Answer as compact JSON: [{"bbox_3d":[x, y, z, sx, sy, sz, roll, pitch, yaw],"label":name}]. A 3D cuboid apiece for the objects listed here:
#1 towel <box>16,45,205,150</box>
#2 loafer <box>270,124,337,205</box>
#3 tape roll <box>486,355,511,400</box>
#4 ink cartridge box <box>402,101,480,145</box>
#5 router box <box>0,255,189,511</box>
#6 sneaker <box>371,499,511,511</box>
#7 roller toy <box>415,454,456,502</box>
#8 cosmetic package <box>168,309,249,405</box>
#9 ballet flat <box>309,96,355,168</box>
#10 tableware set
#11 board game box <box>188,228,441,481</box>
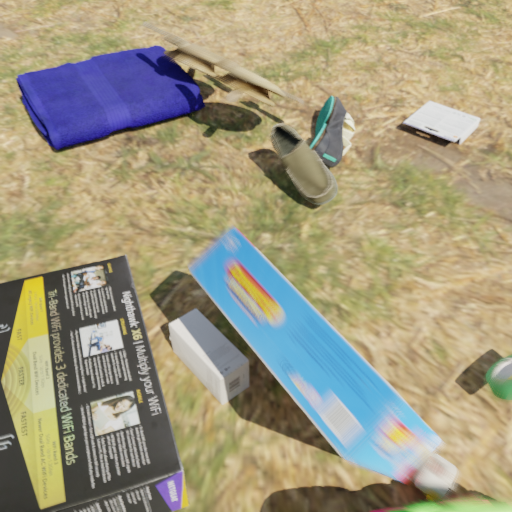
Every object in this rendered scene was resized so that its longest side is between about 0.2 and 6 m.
[{"bbox_3d":[-3.163,-3.449,12.236,3.450,0.855,2.547,-22,54,-22],"label":"towel"},{"bbox_3d":[0.747,-1.634,9.827,0.676,0.627,1.799,-40,66,11],"label":"loafer"},{"bbox_3d":[3.238,1.421,6.772,0.854,0.205,0.854,-26,5,2],"label":"tape roll"},{"bbox_3d":[3.888,-2.760,11.828,1.228,0.250,1.230,31,51,28],"label":"ink cartridge box"},{"bbox_3d":[-2.522,1.653,6.687,2.685,0.892,3.415,-13,45,-13],"label":"router box"},{"bbox_3d":[1.727,3.013,5.356,2.814,1.080,1.179,-5,67,-4],"label":"sneaker"},{"bbox_3d":[1.980,2.431,6.140,0.326,0.426,0.467,31,10,20],"label":"roller toy"},{"bbox_3d":[-0.622,1.295,7.290,0.480,0.609,1.132,-30,52,-27],"label":"cosmetic package"},{"bbox_3d":[1.552,-2.446,11.217,0.844,0.844,2.310,9,38,9],"label":"ballet flat"},{"bbox_3d":[-0.804,-3.658,11.394,2.191,0.664,3.314,10,22,-48],"label":"tableware set"},{"bbox_3d":[0.703,1.129,6.075,0.694,2.433,2.485,-44,56,1],"label":"board game box"}]
